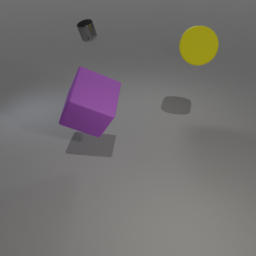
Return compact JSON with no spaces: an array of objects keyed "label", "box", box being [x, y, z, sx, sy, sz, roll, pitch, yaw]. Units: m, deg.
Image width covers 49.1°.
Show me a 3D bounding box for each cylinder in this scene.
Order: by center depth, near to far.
[{"label":"cylinder","box":[2.703,-3.206,10.817,1.400,1.400,1.400,6,21,10]},{"label":"cylinder","box":[-1.771,-4.223,12.121,0.700,0.700,0.700,-10,44,10]}]

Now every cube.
[{"label":"cube","box":[-1.192,-0.775,8.792,1.400,1.400,1.400,20,55,-16]}]
